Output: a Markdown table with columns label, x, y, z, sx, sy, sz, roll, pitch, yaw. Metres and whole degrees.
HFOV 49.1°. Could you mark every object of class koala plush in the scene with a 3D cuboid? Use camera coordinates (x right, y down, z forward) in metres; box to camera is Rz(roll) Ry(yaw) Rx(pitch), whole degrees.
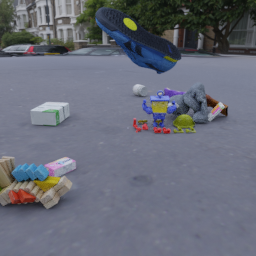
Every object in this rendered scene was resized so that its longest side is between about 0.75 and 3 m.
| label | x | y | z | sx | sy | sz | roll | pitch | yaw |
| --- | --- | --- | --- | --- | --- | --- | --- | --- | --- |
| koala plush | 2.642 | -1.136 | 12.959 | 1.906 | 1.752 | 1.690 | -7 | 16 | 17 |

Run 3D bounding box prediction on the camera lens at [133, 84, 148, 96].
| label | x | y | z | sx | sy | sz | roll | pitch | yaw |
| --- | --- | --- | --- | --- | --- | --- | --- | --- | --- |
| camera lens | 0.752 | -2.368 | 17.645 | 0.680 | 0.680 | 0.851 | -14 | 23 | -35 |

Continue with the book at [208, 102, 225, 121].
| label | x | y | z | sx | sy | sz | roll | pitch | yaw |
| --- | --- | --- | --- | --- | --- | --- | --- | --- | --- |
| book | 3.987 | -0.734 | 12.764 | 0.214 | 0.892 | 0.596 | 41 | 21 | -6 |

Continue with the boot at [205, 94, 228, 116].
| label | x | y | z | sx | sy | sz | roll | pitch | yaw |
| --- | --- | --- | --- | --- | --- | --- | --- | --- | --- |
| boot | 4.251 | -1.038 | 13.761 | 1.523 | 1.433 | 0.521 | 33 | 72 | 28 |

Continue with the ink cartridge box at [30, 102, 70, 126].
| label | x | y | z | sx | sy | sz | roll | pitch | yaw |
| --- | --- | --- | --- | --- | --- | --- | --- | --- | --- |
| ink cartridge box | -3.488 | -0.667 | 12.730 | 1.185 | 0.671 | 1.616 | 4 | 19 | 10 |

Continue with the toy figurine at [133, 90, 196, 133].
| label | x | y | z | sx | sy | sz | roll | pitch | yaw |
| --- | --- | --- | --- | --- | --- | --- | --- | --- | --- |
| toy figurine | 1.520 | -0.737 | 11.545 | 2.658 | 1.593 | 1.402 | 0 | 19 | 3 |

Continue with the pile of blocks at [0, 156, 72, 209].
| label | x | y | z | sx | sy | sz | roll | pitch | yaw |
| --- | --- | --- | --- | --- | --- | --- | --- | --- | --- |
| pile of blocks | -2.646 | 1.303 | 6.455 | 2.566 | 1.053 | 0.797 | 1 | 19 | 2 |

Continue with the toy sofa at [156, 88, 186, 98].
| label | x | y | z | sx | sy | sz | roll | pitch | yaw |
| --- | --- | --- | --- | --- | --- | --- | --- | --- | --- |
| toy sofa | 2.376 | -1.620 | 15.244 | 0.729 | 0.859 | 1.759 | -15 | 25 | -37 |

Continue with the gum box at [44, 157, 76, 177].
| label | x | y | z | sx | sy | sz | roll | pitch | yaw |
| --- | --- | --- | --- | --- | --- | --- | --- | --- | --- |
| gum box | -1.946 | 1.127 | 8.152 | 0.463 | 0.270 | 0.815 | 16 | 25 | 38 |

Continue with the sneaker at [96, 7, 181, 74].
| label | x | y | z | sx | sy | sz | roll | pitch | yaw |
| --- | --- | --- | --- | --- | --- | --- | --- | --- | --- |
| sneaker | 0.178 | -2.217 | 7.700 | 2.757 | 0.909 | 1.081 | 20 | -38 | -32 |
